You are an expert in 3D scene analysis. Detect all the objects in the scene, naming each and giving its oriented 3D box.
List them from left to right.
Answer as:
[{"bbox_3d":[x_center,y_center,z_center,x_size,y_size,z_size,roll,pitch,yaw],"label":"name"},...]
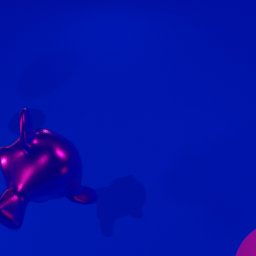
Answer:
[{"bbox_3d":[-1.233,0.692,3.957,1.109,1.841,1.324,-24,30,14],"label":"monkey head"},{"bbox_3d":[1.615,1.486,2.666,1.145,1.145,1.145,0,51,0],"label":"ball"}]
